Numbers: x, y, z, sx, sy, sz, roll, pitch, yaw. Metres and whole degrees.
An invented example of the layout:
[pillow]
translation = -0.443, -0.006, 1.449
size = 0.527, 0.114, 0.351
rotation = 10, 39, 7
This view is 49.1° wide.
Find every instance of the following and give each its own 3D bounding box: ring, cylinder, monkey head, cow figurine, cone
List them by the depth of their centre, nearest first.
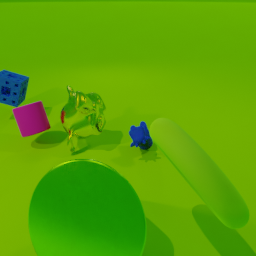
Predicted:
[ring]
translation = 0.798, 0.506, 3.305
size = 0.307, 1.536, 1.536
rotation = -40, 32, 1
[cone]
translation = -0.333, 1.257, 4.407
size = 1.681, 1.681, 1.687
rotation = 9, 2, 17
[cow figurine]
translation = 0.319, 0.252, 6.413
size = 0.495, 0.902, 0.887
rotation = -23, 39, 10
[monkey head]
translation = -1.163, -0.350, 6.533
size = 1.076, 1.786, 1.285
rotation = -12, -22, 18
[cylinder]
translation = -2.321, -0.221, 6.768
size = 0.711, 0.711, 0.711
rotation = -16, 10, 3

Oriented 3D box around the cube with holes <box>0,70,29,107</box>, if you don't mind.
[cube with holes]
translation = -3.411, -1.155, 8.122
size = 0.752, 0.752, 0.752
rotation = 16, 20, -9
